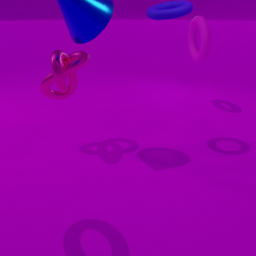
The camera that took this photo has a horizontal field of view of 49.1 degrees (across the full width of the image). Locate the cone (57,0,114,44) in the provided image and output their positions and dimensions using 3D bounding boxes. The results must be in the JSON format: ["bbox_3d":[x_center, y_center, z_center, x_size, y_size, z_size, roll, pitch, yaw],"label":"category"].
[{"bbox_3d":[-1.133,-2.560,5.626,1.220,1.220,1.224,22,-7,40],"label":"cone"}]

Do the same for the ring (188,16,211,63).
[{"bbox_3d":[2.538,-3.165,10.066,0.325,1.624,1.624,-7,24,-6],"label":"ring"}]

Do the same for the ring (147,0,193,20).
[{"bbox_3d":[0.977,-2.773,6.583,1.086,0.217,1.086,-8,33,5],"label":"ring"}]

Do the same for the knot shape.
[{"bbox_3d":[-1.507,-1.422,6.942,0.694,1.503,1.406,33,62,-1],"label":"knot shape"}]
